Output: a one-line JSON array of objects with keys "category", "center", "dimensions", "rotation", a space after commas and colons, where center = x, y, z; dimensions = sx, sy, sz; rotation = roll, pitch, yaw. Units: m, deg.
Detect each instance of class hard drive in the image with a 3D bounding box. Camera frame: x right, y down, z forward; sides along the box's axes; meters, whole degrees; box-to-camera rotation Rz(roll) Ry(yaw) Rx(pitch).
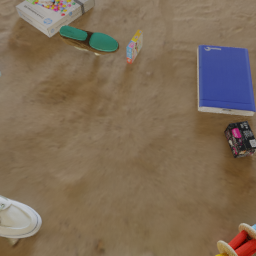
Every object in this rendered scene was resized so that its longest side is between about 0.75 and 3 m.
[{"category": "hard drive", "center": [3.053, -1.580, 8.888], "dimensions": [1.643, 0.316, 2.491], "rotation": [6, 61, 3]}]

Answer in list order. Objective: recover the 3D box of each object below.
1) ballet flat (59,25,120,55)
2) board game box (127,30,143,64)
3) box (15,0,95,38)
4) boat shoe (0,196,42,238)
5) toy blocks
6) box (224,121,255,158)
[{"category": "ballet flat", "center": [-1.269, -2.796, 9.300], "dimensions": [2.107, 0.762, 0.715], "rotation": [15, 71, 5]}, {"category": "board game box", "center": [0.228, -2.701, 9.308], "dimensions": [0.183, 0.693, 0.906], "rotation": [22, 63, 13]}, {"category": "box", "center": [-2.683, -4.562, 10.482], "dimensions": [1.802, 0.476, 2.311], "rotation": [37, 68, 19]}, {"category": "boat shoe", "center": [-3.200, 2.011, 6.628], "dimensions": [2.244, 0.749, 0.825], "rotation": [12, 61, 7]}, {"category": "toy blocks", "center": [2.623, 2.674, 5.786], "dimensions": [2.049, 1.708, 0.744], "rotation": [-29, 96, -15]}, {"category": "box", "center": [3.121, 0.318, 7.729], "dimensions": [0.570, 0.495, 0.863], "rotation": [-8, 62, -6]}]
